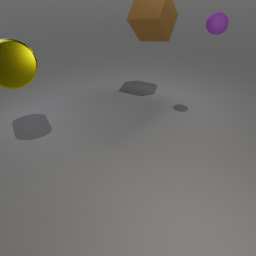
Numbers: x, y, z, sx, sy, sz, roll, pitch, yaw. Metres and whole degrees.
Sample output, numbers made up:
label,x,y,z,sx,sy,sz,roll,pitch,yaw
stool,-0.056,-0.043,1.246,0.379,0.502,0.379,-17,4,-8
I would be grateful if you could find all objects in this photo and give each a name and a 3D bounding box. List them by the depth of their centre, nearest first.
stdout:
label,x,y,z,sx,sy,sz,roll,pitch,yaw
cylinder,-3.553,-1.968,8.499,1.400,1.400,1.400,-13,21,-21
ball,2.882,-3.379,9.056,0.700,0.700,0.700,0,30,0
cube,1.023,-4.493,11.318,1.400,1.400,1.400,11,74,30
